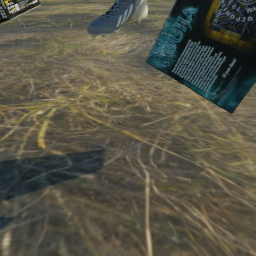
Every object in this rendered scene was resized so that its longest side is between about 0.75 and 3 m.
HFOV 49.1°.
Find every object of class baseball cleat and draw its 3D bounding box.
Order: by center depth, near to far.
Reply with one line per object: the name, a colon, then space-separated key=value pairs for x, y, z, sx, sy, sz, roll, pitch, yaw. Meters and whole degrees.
baseball cleat: x=-0.302 y=-3.386 z=7.900 sx=0.811 sy=1.238 sz=2.327 roll=27 pitch=47 yaw=28

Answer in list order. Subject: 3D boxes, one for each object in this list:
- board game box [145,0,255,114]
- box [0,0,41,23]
board game box: x=1.783 y=-1.948 z=4.782 sx=1.971 sy=2.915 sz=0.410 roll=34 pitch=30 yaw=9
box: x=-3.015 y=-3.594 z=7.062 sx=0.439 sy=1.421 sz=1.779 roll=-9 pitch=32 yaw=18
